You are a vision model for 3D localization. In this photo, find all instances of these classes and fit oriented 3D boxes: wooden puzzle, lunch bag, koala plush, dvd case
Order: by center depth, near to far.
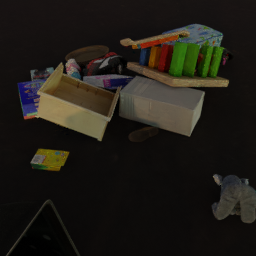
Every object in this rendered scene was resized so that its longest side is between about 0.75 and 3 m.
[{"bbox_3d":[2.552,1.520,6.744,0.974,1.009,1.098,6,26,7],"label":"koala plush"},{"bbox_3d":[0.926,-3.232,10.363,2.187,0.407,2.023,-10,17,-7],"label":"wooden puzzle"},{"bbox_3d":[-3.655,-2.216,12.115,1.019,0.154,1.395,-11,40,-14],"label":"dvd case"},{"bbox_3d":[3.136,-4.303,13.999,2.752,1.135,2.213,-25,45,-28],"label":"lunch bag"}]

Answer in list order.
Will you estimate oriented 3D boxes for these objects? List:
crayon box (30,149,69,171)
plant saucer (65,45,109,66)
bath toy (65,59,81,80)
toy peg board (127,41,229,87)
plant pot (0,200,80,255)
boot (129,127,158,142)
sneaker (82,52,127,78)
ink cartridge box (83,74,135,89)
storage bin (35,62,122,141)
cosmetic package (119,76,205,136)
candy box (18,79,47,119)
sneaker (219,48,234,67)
[{"bbox_3d":[-2.198,0.910,7.999,0.948,0.241,0.602,5,38,7],"label":"crayon box"},{"bbox_3d":[-1.914,-3.432,13.312,2.108,0.310,2.108,-8,32,5],"label":"plant saucer"},{"bbox_3d":[-2.262,-2.260,11.765,0.682,0.803,1.846,29,23,-30],"label":"bath toy"},{"bbox_3d":[1.970,-2.610,10.675,2.858,1.398,2.846,-5,25,-33],"label":"toy peg board"},{"bbox_3d":[-2.212,2.462,4.834,1.718,1.937,1.932,2,36,25],"label":"plant pot"},{"bbox_3d":[0.441,0.182,8.945,1.016,0.374,0.383,-16,18,-21],"label":"boot"},{"bbox_3d":[-0.883,-2.527,11.928,1.177,0.852,2.410,21,41,28],"label":"sneaker"},{"bbox_3d":[-0.579,-1.812,10.794,1.651,0.364,1.681,-14,21,-43],"label":"ink cartridge box"},{"bbox_3d":[-1.533,-0.951,9.225,2.226,1.043,2.210,20,39,-5],"label":"storage bin"},{"bbox_3d":[1.137,-0.805,9.529,2.595,1.170,1.386,21,41,20],"label":"cosmetic package"},{"bbox_3d":[-3.232,-1.135,10.316,1.405,0.640,1.662,-12,38,-18],"label":"candy box"},{"bbox_3d":[4.115,-3.223,12.910,2.044,0.784,0.856,-24,40,-26],"label":"sneaker"}]
